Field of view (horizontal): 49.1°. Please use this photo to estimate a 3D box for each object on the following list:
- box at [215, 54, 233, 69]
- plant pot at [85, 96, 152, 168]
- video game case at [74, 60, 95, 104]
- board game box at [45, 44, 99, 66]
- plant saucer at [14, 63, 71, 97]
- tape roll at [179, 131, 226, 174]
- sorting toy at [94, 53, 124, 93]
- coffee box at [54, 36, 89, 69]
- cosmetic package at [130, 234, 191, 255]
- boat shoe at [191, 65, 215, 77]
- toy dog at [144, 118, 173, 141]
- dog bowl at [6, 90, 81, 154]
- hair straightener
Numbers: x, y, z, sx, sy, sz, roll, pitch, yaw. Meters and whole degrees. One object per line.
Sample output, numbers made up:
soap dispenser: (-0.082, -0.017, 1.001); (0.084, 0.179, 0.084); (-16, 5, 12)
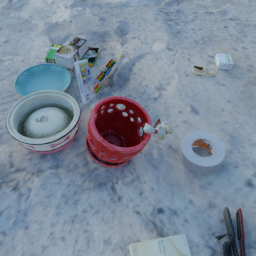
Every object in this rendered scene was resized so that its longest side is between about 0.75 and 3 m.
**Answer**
box: (4.958, -3.450, 14.481); (0.732, 0.401, 0.829); (1, 50, 1)
plant pot: (-0.428, 0.269, 10.178); (2.198, 2.002, 2.198); (7, 58, -12)
video game case: (-1.777, -1.971, 11.635); (0.197, 1.623, 1.783); (-8, 16, 7)
board game box: (-2.951, -3.910, 14.949); (2.604, 0.305, 1.364); (7, 53, 6)
plant saucer: (-3.999, -2.089, 13.315); (2.612, 0.470, 2.612); (0, 50, 0)
tape roll: (2.839, 0.915, 10.772); (1.666, 0.550, 1.666); (0, 50, -1)
sorting toy: (-0.943, -2.800, 13.344); (0.421, 1.199, 2.487); (37, 51, -15)
coffee box: (-2.856, -3.863, 14.278); (0.979, 0.691, 1.732); (19, 53, 15)
cosmetic package: (0.957, 3.809, 8.334); (1.709, 0.625, 0.885); (-9, 51, -6)
boat shoe: (3.775, -2.878, 14.009); (1.154, 0.399, 0.425); (10, 51, 8)
toy dog: (0.981, -0.027, 9.400); (0.823, 1.248, 0.601); (-27, 60, 13)
dog bowl: (-3.306, -0.206, 11.375); (2.883, 1.063, 2.883); (0, 51, 0)
hair straightener: (3.125, 3.635, 8.654); (0.955, 0.508, 2.482); (6, 55, 5)
